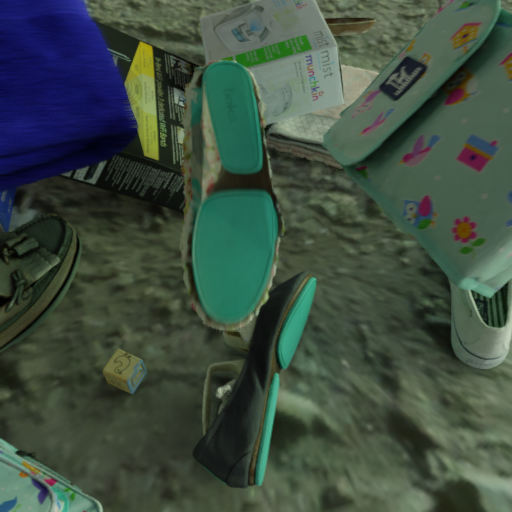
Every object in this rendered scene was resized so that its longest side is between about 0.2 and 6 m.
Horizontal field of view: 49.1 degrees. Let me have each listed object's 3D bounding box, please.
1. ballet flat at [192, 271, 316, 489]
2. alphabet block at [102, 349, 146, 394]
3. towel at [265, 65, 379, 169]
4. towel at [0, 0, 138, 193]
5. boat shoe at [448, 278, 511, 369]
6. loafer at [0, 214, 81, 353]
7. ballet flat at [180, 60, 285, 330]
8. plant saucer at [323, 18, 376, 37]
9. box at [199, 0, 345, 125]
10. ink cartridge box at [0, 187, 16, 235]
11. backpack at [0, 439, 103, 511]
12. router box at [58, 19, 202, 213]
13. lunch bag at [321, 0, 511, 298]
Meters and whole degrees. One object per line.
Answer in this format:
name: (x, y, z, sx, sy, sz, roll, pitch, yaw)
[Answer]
ballet flat: (-0.042, 1.279, 6.792, 1.054, 1.054, 2.887, 13, 55, 10)
alphabet block: (-1.643, 1.451, 7.018, 0.372, 0.365, 0.363, 20, 53, 15)
towel: (1.843, -2.541, 10.134, 2.749, 0.443, 2.626, 19, 54, 13)
towel: (-3.078, -2.371, 6.288, 2.631, 0.883, 3.563, -21, 67, -12)
boat shoe: (3.151, 0.114, 7.696, 1.044, 0.948, 2.839, 4, 52, 3)
loafer: (-3.558, 0.603, 7.207, 1.265, 1.107, 3.521, 21, 55, 16)
ballet flat: (-0.299, -0.621, 5.775, 1.068, 0.903, 2.825, 4, 76, -14)
plant saucer: (1.627, -4.775, 11.676, 1.699, 0.273, 1.699, -2, 28, 1)
box: (0.233, -3.530, 10.090, 2.183, 1.196, 2.474, -14, 46, 5)
ink cartridge box: (-5.111, -0.764, 8.650, 2.468, 0.546, 1.160, -6, 51, -5)
backpack: (-2.825, 2.723, 5.229, 2.352, 1.770, 2.088, 21, 54, 23)
router box: (-1.937, -2.302, 8.972, 2.487, 0.826, 3.163, 15, 45, -28)
lunch bag: (2.283, -1.344, 6.194, 2.401, 1.718, 2.818, -47, 60, 19)
